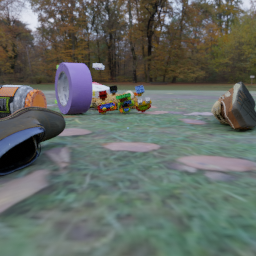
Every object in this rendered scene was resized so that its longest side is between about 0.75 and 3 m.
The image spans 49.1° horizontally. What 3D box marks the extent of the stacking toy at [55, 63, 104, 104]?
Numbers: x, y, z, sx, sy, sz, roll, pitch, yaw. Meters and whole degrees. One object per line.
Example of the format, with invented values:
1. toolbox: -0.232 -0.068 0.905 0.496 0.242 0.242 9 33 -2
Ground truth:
1. stacking toy: -2.702 -2.412 15.540 2.945 2.221 0.692 3 0 11

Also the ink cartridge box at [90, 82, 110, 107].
1. ink cartridge box: -2.087 -1.684 14.169 2.050 0.855 1.488 -14 30 -41

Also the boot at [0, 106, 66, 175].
1. boot: -1.630 0.226 4.601 1.113 0.858 2.297 26 21 27

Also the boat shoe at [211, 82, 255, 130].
1. boat shoe: 3.100 -0.516 8.270 1.078 1.104 2.919 -31 2 29

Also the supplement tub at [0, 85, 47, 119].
1. supplement tub: -3.526 -0.702 8.443 1.910 1.170 1.170 4 10 14

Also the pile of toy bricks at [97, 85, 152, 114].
1. pile of toy bricks: -0.201 -1.021 11.602 2.155 1.196 1.064 -12 -28 -7

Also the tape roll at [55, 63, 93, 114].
1. tape roll: -2.189 -1.560 11.119 0.846 1.992 1.992 -6 11 -31

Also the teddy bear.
1. teddy bear: -0.556 -1.305 13.221 2.560 0.855 1.856 -3 12 -19
